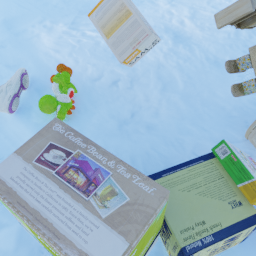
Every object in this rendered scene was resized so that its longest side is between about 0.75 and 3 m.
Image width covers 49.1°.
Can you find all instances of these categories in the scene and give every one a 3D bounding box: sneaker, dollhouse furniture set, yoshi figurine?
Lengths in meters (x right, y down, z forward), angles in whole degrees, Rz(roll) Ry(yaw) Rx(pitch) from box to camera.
[{"bbox_3d":[-4.003,-1.360,9.420,1.006,0.756,2.020,6,50,5],"label":"sneaker"},{"bbox_3d":[2.650,-1.603,5.700,1.209,1.595,1.820,-13,89,-35],"label":"dollhouse furniture set"},{"bbox_3d":[-2.386,-1.165,9.129,1.148,1.152,2.050,-14,52,9],"label":"yoshi figurine"}]

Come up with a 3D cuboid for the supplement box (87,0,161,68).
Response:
[{"bbox_3d":[-0.129,-2.977,8.291,1.992,1.255,0.732,58,24,14],"label":"supplement box"}]

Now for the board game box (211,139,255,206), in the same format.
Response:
[{"bbox_3d":[2.937,1.161,6.696,0.399,1.978,1.514,-44,50,20],"label":"board game box"}]

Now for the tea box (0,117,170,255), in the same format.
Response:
[{"bbox_3d":[-0.881,1.719,5.594,2.727,2.683,1.822,30,57,23],"label":"tea box"}]

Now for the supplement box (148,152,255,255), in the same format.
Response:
[{"bbox_3d":[1.556,1.869,6.399,1.873,1.257,1.871,-18,53,-15],"label":"supplement box"}]

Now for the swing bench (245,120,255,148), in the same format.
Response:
[{"bbox_3d":[4.710,0.357,7.660,1.973,1.280,1.963,-16,54,-14],"label":"swing bench"}]
